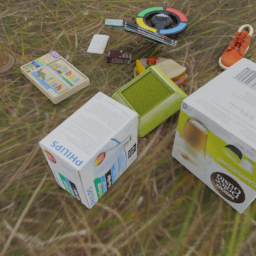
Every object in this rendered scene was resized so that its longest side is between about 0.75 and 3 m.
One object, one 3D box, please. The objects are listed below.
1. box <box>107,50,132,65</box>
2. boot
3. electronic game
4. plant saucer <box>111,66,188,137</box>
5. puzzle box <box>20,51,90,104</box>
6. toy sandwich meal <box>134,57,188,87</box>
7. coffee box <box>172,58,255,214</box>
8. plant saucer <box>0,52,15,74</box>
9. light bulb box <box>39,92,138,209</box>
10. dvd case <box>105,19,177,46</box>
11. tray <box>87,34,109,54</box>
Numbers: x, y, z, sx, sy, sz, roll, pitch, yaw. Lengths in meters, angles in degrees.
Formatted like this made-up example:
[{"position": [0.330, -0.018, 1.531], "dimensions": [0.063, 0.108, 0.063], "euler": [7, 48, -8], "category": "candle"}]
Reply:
[{"position": [-0.407, -3.284, 12.962], "dimensions": [1.096, 0.411, 0.549], "euler": [4, 51, 6], "category": "box"}, {"position": [4.903, -3.644, 12.658], "dimensions": [0.952, 1.360, 2.537], "euler": [26, 57, 17], "category": "boot"}, {"position": [1.755, -5.605, 14.691], "dimensions": [2.812, 0.585, 2.812], "euler": [0, 50, 0], "category": "electronic game"}, {"position": [0.716, -1.219, 10.668], "dimensions": [2.375, 0.569, 2.371], "euler": [-37, 57, -1], "category": "plant saucer"}, {"position": [-3.182, -2.277, 12.173], "dimensions": [1.819, 0.348, 2.734], "euler": [-36, 59, -26], "category": "puzzle box"}, {"position": [1.363, -2.487, 12.038], "dimensions": [2.383, 0.816, 2.383], "euler": [0, 51, 0], "category": "toy sandwich meal"}, {"position": [3.469, 0.203, 8.535], "dimensions": [2.888, 2.856, 2.884], "euler": [-35, 59, -25], "category": "coffee box"}, {"position": [-6.005, -2.998, 12.847], "dimensions": [1.547, 0.228, 1.547], "euler": [0, 52, 0], "category": "plant saucer"}, {"position": [-1.012, 0.691, 8.455], "dimensions": [1.504, 2.389, 2.410], "euler": [31, 58, 24], "category": "light bulb box"}, {"position": [0.544, -4.276, 12.534], "dimensions": [2.758, 0.304, 2.013], "euler": [11, 15, -29], "category": "dvd case"}, {"position": [-1.472, -4.215, 13.864], "dimensions": [0.799, 0.165, 1.488], "euler": [7, 51, 7], "category": "tray"}]
